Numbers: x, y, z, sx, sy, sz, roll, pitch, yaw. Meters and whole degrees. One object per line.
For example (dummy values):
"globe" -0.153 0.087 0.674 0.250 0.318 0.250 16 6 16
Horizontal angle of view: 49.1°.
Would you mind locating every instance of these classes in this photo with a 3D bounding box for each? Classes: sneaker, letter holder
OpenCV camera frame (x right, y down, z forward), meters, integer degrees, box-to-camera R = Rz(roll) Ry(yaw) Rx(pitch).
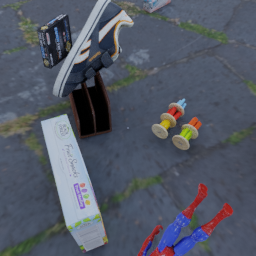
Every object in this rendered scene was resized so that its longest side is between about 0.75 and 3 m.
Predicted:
"sneaker" -0.871 -1.845 7.174 1.106 1.092 2.785 30 98 -9
"letter holder" -1.167 -0.912 8.048 0.958 1.354 1.905 -12 54 -13

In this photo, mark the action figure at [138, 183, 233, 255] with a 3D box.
"action figure" 0.881 2.050 5.186 0.788 1.195 2.414 40 106 12

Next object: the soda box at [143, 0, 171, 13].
"soda box" 1.288 -5.503 12.123 1.363 0.466 0.433 -37 61 -25

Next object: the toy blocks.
"toy blocks" 1.559 -0.193 8.051 1.200 0.523 1.440 29 58 21

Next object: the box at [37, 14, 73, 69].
"box" -1.760 -2.129 6.884 0.250 1.006 0.998 18 46 16

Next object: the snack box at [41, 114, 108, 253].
"snack box" -1.173 1.206 6.185 0.665 1.785 2.511 -18 54 -12
